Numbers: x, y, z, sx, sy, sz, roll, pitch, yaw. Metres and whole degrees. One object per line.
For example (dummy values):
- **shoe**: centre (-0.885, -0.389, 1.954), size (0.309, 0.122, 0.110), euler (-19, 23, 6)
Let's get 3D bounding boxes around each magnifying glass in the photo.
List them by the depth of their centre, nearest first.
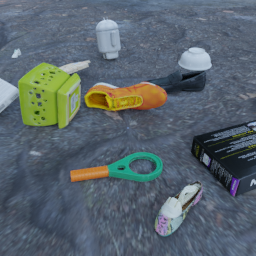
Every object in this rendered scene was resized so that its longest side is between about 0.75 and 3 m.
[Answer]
- **magnifying glass**: centre (-0.266, 1.069, 7.120), size (2.340, 0.262, 0.932), euler (-5, 35, -11)

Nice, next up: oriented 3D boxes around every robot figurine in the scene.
- **robot figurine**: centre (-0.947, -4.332, 13.521), size (1.084, 1.919, 1.628), euler (-18, 23, -26)

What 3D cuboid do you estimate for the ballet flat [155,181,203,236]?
- **ballet flat**: centre (1.107, 1.610, 5.996), size (0.542, 0.558, 1.569), euler (28, 43, 34)

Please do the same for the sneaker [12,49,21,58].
- **sneaker**: centre (-5.685, -3.779, 14.173), size (0.283, 0.333, 0.752), euler (5, 35, 4)

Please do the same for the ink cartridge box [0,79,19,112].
- **ink cartridge box**: centre (-4.519, -1.141, 9.523), size (1.401, 0.351, 1.128), euler (27, 65, 28)

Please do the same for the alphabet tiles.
- **alphabet tiles**: centre (-2.787, -2.275, 11.332), size (2.451, 0.179, 2.398), euler (2, 27, 39)

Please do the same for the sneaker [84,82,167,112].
- **sneaker**: centre (-0.102, -0.919, 9.473), size (2.855, 1.042, 1.101), euler (0, 34, 20)

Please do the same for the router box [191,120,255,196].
- **router box**: centre (3.184, 0.646, 7.358), size (2.424, 0.619, 1.808), euler (-13, 36, -19)

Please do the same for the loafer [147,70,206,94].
- **loafer**: centre (1.856, -1.846, 10.851), size (2.395, 0.841, 0.813), euler (-5, 34, -7)

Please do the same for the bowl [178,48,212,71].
- **bowl**: centre (3.178, -3.316, 13.166), size (1.574, 0.707, 1.574), euler (-1, 34, 0)

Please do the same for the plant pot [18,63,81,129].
- **plant pot**: centre (-2.391, -0.981, 8.993), size (1.452, 1.600, 1.592), euler (14, 36, 6)
